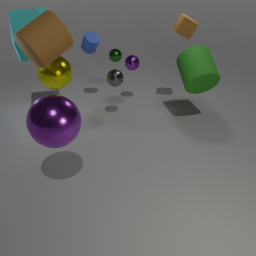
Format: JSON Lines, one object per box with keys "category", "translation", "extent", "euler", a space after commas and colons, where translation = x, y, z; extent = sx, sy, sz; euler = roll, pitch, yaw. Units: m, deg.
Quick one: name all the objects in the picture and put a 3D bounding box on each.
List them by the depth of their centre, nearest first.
{"category": "ball", "translation": [-1.923, -0.175, 7.331], "extent": [1.400, 1.400, 1.400], "euler": [0, 30, 0]}
{"category": "cylinder", "translation": [-2.831, -2.983, 9.511], "extent": [1.400, 1.400, 1.400], "euler": [-45, 46, -15]}
{"category": "cube", "translation": [-3.711, -3.623, 10.963], "extent": [1.400, 1.400, 1.400], "euler": [-10, -11, -12]}
{"category": "cylinder", "translation": [2.792, -2.322, 11.236], "extent": [1.400, 1.400, 1.400], "euler": [-6, 65, -11]}
{"category": "ball", "translation": [-2.939, -2.239, 11.275], "extent": [1.400, 1.400, 1.400], "euler": [0, 30, 0]}
{"category": "ball", "translation": [-0.519, -2.029, 11.380], "extent": [0.700, 0.700, 0.700], "euler": [0, 30, 0]}
{"category": "cube", "translation": [2.387, -4.221, 11.628], "extent": [0.700, 0.700, 0.700], "euler": [25, 29, -15]}
{"category": "cylinder", "translation": [-1.674, -3.785, 12.450], "extent": [0.700, 0.700, 0.700], "euler": [13, 55, -18]}
{"category": "ball", "translation": [0.190, -2.982, 12.829], "extent": [0.700, 0.700, 0.700], "euler": [0, 30, 0]}
{"category": "ball", "translation": [-0.663, -3.806, 14.692], "extent": [0.700, 0.700, 0.700], "euler": [0, 30, 0]}
